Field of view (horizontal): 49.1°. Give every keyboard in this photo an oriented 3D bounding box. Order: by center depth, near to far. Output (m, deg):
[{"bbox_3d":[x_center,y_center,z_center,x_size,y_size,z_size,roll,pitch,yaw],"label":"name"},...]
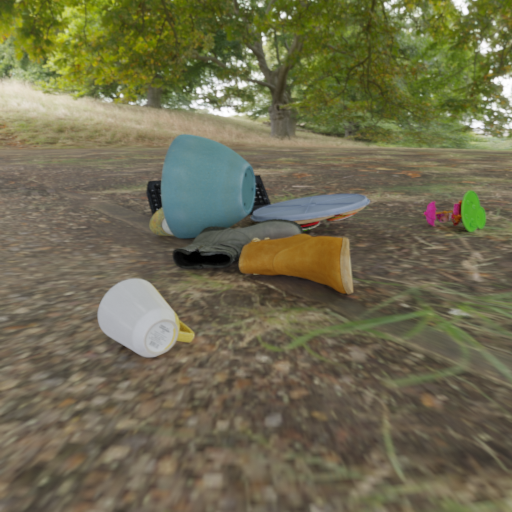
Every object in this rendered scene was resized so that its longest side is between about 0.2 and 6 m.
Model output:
[{"bbox_3d":[-1.119,-1.669,13.394,3.073,0.609,1.599,-8,61,-29],"label":"keyboard"}]

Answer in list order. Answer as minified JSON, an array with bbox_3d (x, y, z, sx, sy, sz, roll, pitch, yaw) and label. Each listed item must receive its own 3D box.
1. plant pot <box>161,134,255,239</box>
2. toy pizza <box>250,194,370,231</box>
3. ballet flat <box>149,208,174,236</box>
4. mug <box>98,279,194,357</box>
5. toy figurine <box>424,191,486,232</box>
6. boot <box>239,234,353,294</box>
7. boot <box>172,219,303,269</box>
[{"bbox_3d":[-0.776,-1.285,10.645,1.342,1.992,1.992,4,14,16],"label":"plant pot"},{"bbox_3d":[1.161,-0.918,12.087,2.571,0.407,2.571,-8,12,2],"label":"toy pizza"},{"bbox_3d":[-1.272,-0.782,10.673,1.945,0.687,0.687,-25,6,19],"label":"ballet flat"},{"bbox_3d":[-1.053,0.642,5.643,0.853,0.683,0.700,-17,29,-34],"label":"mug"},{"bbox_3d":[4.190,-0.897,12.031,1.054,0.860,1.145,1,-12,45],"label":"toy figurine"},{"bbox_3d":[0.524,0.120,7.829,1.556,0.765,2.174,-5,10,6],"label":"boot"},{"bbox_3d":[-0.262,-0.083,8.898,1.915,0.649,1.251,-4,17,16],"label":"boot"}]
